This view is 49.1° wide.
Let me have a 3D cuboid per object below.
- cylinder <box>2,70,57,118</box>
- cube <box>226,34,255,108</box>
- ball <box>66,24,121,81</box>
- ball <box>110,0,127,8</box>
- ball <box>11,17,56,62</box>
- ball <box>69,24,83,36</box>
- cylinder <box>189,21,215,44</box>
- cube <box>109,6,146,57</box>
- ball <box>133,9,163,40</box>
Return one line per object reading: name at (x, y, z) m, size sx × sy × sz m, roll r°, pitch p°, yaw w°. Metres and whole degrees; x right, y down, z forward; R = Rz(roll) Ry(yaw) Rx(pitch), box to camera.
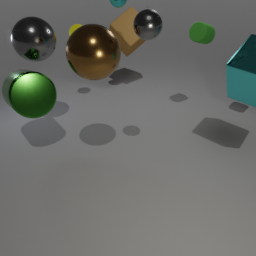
cylinder at (-3.134, -1.109, 8.856) m, size 1.400 × 1.400 × 1.400 m, roll -18°, pitch 21°, yaw -27°
cube at (3.806, -1.568, 8.016) m, size 1.400 × 1.400 × 1.400 m, roll 30°, pitch 70°, yaw 35°
ball at (-0.878, -1.919, 7.155) m, size 1.400 × 1.400 × 1.400 m, roll 0°, pitch 31°, yaw 0°
ball at (-0.379, -5.035, 10.844) m, size 0.700 × 0.700 × 0.700 m, roll 0°, pitch 31°, yaw 0°
ball at (-3.045, -2.868, 9.095) m, size 1.400 × 1.400 × 1.400 m, roll 0°, pitch 31°, yaw 0°
ball at (-1.980, -3.755, 11.114) m, size 0.700 × 0.700 × 0.700 m, roll 0°, pitch 31°, yaw 0°
cylinder at (2.689, -3.438, 10.158) m, size 0.700 × 0.700 × 0.700 m, roll 28°, pitch 24°, yaw 37°
cube at (0.061, -4.566, 13.394) m, size 1.400 × 1.400 × 1.400 m, roll -43°, pitch 1°, yaw -9°
ball at (0.473, -2.458, 6.677) m, size 0.700 × 0.700 × 0.700 m, roll 0°, pitch 31°, yaw 0°
